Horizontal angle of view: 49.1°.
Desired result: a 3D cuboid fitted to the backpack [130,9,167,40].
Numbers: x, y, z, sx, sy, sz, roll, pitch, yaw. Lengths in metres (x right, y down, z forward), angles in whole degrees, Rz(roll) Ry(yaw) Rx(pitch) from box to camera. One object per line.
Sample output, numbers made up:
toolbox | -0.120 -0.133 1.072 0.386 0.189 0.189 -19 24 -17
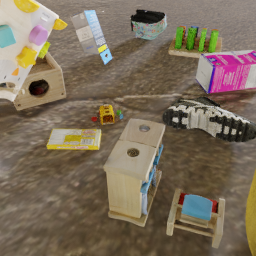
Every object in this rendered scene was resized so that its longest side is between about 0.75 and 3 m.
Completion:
backpack | 1.175 -5.615 15.139 1.782 1.341 1.582 14 51 29

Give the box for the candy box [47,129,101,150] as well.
candy box | -1.658 0.344 8.749 1.569 0.207 0.802 1 37 1

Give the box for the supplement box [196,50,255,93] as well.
supplement box | 4.113 -2.276 11.203 2.348 1.213 1.188 -7 39 -11

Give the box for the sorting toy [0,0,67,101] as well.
sorting toy | -2.985 -1.939 7.096 1.585 2.670 2.966 26 11 10

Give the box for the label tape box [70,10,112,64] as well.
label tape box | -1.178 -2.963 9.324 0.542 1.714 1.236 -15 20 15

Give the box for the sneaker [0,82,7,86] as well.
sneaker | -4.958 -2.094 11.423 1.688 0.655 0.729 3 36 3

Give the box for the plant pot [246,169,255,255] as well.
plant pot | 3.575 1.771 5.605 2.152 2.138 2.201 -3 30 -3

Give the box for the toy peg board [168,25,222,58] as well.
toy peg board | 3.498 -4.614 14.059 2.491 1.218 2.481 11 41 12

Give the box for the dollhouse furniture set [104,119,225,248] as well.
dollhouse furniture set | 1.004 1.165 6.479 2.538 1.789 1.779 11 40 15

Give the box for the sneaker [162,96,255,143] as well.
sneaker | 2.704 -0.426 9.081 2.971 0.987 1.344 13 44 19

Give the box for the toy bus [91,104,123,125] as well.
toy bus | -0.740 -0.566 9.629 0.997 0.515 0.941 23 44 25

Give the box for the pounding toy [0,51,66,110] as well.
pounding toy | -3.826 -1.363 9.938 2.955 1.352 2.596 -19 43 -22
